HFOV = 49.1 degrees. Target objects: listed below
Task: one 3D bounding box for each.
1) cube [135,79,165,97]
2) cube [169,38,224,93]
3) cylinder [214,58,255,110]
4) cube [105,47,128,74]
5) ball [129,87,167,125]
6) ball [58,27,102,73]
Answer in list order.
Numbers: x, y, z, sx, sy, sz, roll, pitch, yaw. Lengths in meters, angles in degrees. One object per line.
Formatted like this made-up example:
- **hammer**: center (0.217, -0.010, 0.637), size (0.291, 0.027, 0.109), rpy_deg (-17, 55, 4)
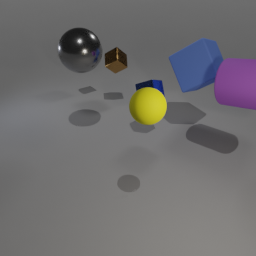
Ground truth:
- **cube**: center (0.768, -1.232, 9.614), size (0.700, 0.700, 0.700), rpy_deg (-10, 0, 35)
- **cube**: center (2.566, -2.218, 10.073), size (1.400, 1.400, 1.400), rpy_deg (-23, -3, 36)
- **cylinder**: center (3.446, -1.273, 8.093), size (1.400, 1.400, 1.400), rpy_deg (15, 33, 40)
- **cube**: center (-0.511, -2.883, 11.974), size (0.700, 0.700, 0.700), rpy_deg (-20, 62, 32)
- **ball**: center (0.369, -0.406, 5.233), size (0.700, 0.700, 0.700), rpy_deg (0, 30, 0)
- **ball**: center (-1.518, -2.456, 8.910), size (1.400, 1.400, 1.400), rpy_deg (0, 30, 0)
